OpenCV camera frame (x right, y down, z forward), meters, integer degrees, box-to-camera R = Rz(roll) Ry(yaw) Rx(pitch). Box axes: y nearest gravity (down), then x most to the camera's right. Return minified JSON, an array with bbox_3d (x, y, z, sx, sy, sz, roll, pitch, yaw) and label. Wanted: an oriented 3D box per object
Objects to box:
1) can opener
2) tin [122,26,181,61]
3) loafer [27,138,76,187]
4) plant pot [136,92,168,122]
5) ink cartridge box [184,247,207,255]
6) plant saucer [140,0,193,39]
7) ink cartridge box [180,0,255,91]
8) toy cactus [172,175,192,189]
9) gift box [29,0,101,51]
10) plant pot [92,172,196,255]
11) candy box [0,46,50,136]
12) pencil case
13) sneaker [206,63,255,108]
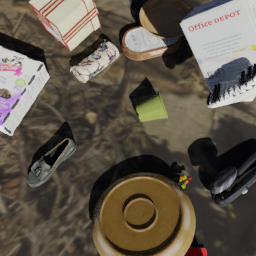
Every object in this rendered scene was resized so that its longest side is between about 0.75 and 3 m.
[{"bbox_3d":[3.335,1.367,8.039,2.492,0.980,0.790,-26,64,-21],"label":"can opener"},{"bbox_3d":[0.855,-3.146,10.068,2.199,0.460,1.231,-16,73,-6],"label":"tin"},{"bbox_3d":[-2.321,0.954,8.288,0.650,0.569,1.809,40,73,15],"label":"loafer"},{"bbox_3d":[0.714,-0.577,8.840,0.851,0.896,0.896,-20,69,5],"label":"plant pot"},{"bbox_3d":[1.322,4.356,6.689,1.623,0.939,2.794,1,67,0],"label":"ink cartridge box"},{"bbox_3d":[1.391,-3.862,9.953,1.973,0.349,1.973,0,68,0],"label":"plant saucer"},{"bbox_3d":[2.608,-2.051,6.966,0.955,1.681,2.306,-51,120,-34],"label":"ink cartridge box"},{"bbox_3d":[1.295,1.709,8.102,0.865,0.536,1.048,24,71,29],"label":"toy cactus"},{"bbox_3d":[-1.949,-3.921,9.737,1.883,1.738,1.758,42,82,11],"label":"gift box"},{"bbox_3d":[0.340,2.305,7.343,2.775,0.381,2.775,-7,49,9],"label":"plant pot"},{"bbox_3d":[-4.096,-1.300,9.040,2.053,0.875,2.447,22,69,9],"label":"candy box"},{"bbox_3d":[-1.134,-2.261,9.558,1.679,0.653,0.751,-41,73,-15],"label":"pencil case"},{"bbox_3d":[2.658,-0.849,6.847,0.742,1.831,0.688,25,66,-18],"label":"sneaker"}]
